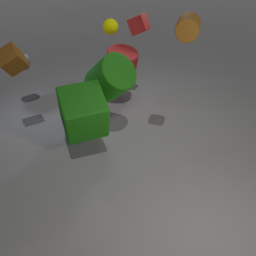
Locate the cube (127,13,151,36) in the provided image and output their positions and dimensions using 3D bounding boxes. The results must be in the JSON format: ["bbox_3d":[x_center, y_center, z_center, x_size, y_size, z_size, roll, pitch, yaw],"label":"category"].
[{"bbox_3d":[0.468,-4.470,12.080,0.700,0.700,0.700,-12,21,28],"label":"cube"}]

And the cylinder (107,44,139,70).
[{"bbox_3d":[-0.307,-2.838,12.667,1.400,1.400,1.400,5,45,-6],"label":"cylinder"}]

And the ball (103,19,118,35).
[{"bbox_3d":[-0.805,-4.668,12.915,0.700,0.700,0.700,0,32,0],"label":"ball"}]

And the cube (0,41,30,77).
[{"bbox_3d":[-3.831,-2.263,9.252,0.700,0.700,0.700,-32,67,2],"label":"cube"}]

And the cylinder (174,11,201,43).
[{"bbox_3d":[1.757,-2.954,8.211,0.700,0.700,0.700,9,41,13],"label":"cylinder"}]

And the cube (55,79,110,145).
[{"bbox_3d":[-1.465,-0.512,9.145,1.400,1.400,1.400,-13,56,-15],"label":"cube"}]

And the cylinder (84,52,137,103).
[{"bbox_3d":[-0.641,-1.771,10.008,1.400,1.400,1.400,-28,2,-37],"label":"cylinder"}]

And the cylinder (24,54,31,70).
[{"bbox_3d":[-4.726,-2.868,12.138,0.700,0.700,0.700,22,20,31],"label":"cylinder"}]
